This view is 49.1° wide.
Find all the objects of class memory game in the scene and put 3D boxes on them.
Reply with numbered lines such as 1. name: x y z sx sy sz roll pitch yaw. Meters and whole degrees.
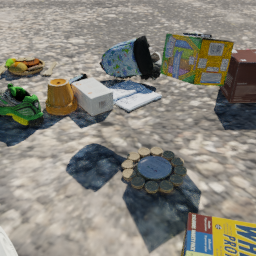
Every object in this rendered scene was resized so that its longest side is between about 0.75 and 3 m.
1. memory game: 0.638 0.992 6.932 1.640 0.104 1.640 0 34 0

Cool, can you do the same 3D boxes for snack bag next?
1. snack bag: 0.062 -1.214 10.089 1.662 0.189 1.762 -25 42 -32

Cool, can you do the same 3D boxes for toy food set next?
1. toy food set: -4.417 -2.774 12.095 2.460 0.494 1.699 0 34 0

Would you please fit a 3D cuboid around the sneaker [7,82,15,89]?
1. sneaker: -4.337 -1.540 10.428 0.315 0.344 0.807 -14 36 -19

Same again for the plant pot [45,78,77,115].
1. plant pot: -2.243 -1.093 9.229 1.038 0.951 1.038 0 35 0

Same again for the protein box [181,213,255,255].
1. protein box: 1.469 2.165 4.028 1.415 1.426 0.962 7 35 10

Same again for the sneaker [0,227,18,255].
1. sneaker: -2.243 2.815 3.550 2.074 1.141 2.832 -29 48 -20

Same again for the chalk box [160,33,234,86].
1. chalk box: 1.582 -1.801 7.199 1.092 1.087 1.755 -4 22 -28

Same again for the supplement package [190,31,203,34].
1. supplement package: 3.385 -4.569 14.576 0.882 0.664 0.669 -20 39 -27

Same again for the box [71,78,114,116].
1. box: -1.204 -1.085 9.465 0.849 0.666 1.366 -22 41 -28

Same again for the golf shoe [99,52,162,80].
1. golf shoe: 0.126 -2.576 11.049 2.459 0.956 1.162 8 69 9

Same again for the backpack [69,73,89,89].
1. backpack: -1.884 -1.477 10.091 0.700 0.743 0.911 12 42 32

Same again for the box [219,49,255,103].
1. box: 4.088 -1.814 9.793 1.241 1.511 1.254 -1 35 -1

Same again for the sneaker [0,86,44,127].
1. sneaker: -3.604 -0.922 8.849 2.432 1.036 0.949 18 30 25

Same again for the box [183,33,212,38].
1. box: 3.295 -4.038 13.605 1.408 0.307 1.128 9 71 11

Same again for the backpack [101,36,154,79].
1. backpack: -0.089 -1.905 7.796 1.308 1.067 1.005 13 41 40
